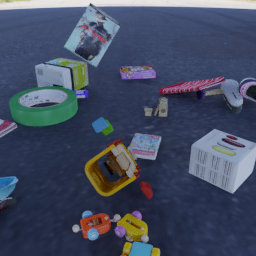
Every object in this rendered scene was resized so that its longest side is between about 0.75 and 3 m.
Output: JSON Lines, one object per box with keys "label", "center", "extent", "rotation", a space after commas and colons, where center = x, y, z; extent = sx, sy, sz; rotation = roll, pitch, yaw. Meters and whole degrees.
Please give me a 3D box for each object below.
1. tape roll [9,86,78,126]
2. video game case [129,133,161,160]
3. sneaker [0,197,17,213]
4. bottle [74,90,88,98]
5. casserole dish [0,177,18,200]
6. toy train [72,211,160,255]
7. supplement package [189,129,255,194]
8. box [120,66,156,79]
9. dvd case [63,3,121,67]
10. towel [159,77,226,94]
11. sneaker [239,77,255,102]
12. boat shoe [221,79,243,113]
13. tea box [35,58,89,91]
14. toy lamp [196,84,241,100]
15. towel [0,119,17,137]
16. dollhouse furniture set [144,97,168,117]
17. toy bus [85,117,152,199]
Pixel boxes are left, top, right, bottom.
{"label": "tape roll", "center": [-3.196, -0.899, 10.751], "extent": [2.469, 0.593, 2.469], "rotation": [1, 29, 0]}
{"label": "video game case", "center": [0.510, 0.548, 8.669], "extent": [0.867, 0.106, 1.213], "rotation": [7, 30, 12]}
{"label": "sneaker", "center": [-2.828, 1.866, 6.201], "extent": [0.764, 0.289, 0.441], "rotation": [-21, 40, -16]}
{"label": "bottle", "center": [-2.186, -1.447, 12.020], "extent": [0.924, 0.302, 0.386], "rotation": [-3, 31, -5]}
{"label": "casserole dish", "center": [-3.377, 1.477, 6.513], "extent": [1.624, 0.315, 0.984], "rotation": [-8, 9, -4]}
{"label": "toy train", "center": [-0.206, 2.244, 5.295], "extent": [1.386, 0.513, 1.845], "rotation": [-13, 29, -19]}
{"label": "supplement package", "center": [2.489, 0.811, 7.349], "extent": [1.261, 0.927, 1.206], "rotation": [23, 37, 38]}
{"label": "box", "center": [0.487, -2.907, 14.571], "extent": [1.738, 0.340, 1.189], "rotation": [-3, 29, -6]}
{"label": "dvd case", "center": [-1.134, -3.005, 9.094], "extent": [1.227, 1.680, 0.185], "rotation": [31, -7, -14]}
{"label": "towel", "center": [2.652, -1.788, 11.876], "extent": [1.710, 0.266, 2.364], "rotation": [-21, 14, -32]}
{"label": "sneaker", "center": [5.493, -1.078, 10.476], "extent": [2.689, 0.943, 1.103], "rotation": [19, 28, 16]}
{"label": "boat shoe", "center": [4.154, -1.296, 11.331], "extent": [0.715, 0.704, 1.984], "rotation": [-2, 36, 12]}
{"label": "tea box", "center": [-2.991, -2.408, 12.869], "extent": [1.694, 1.132, 1.667], "rotation": [16, 32, 26]}
{"label": "toy lamp", "center": [3.990, -1.562, 11.973], "extent": [2.080, 0.606, 0.606], "rotation": [-7, 30, -9]}
{"label": "towel", "center": [-4.832, -0.018, 9.603], "extent": [1.657, 0.188, 1.193], "rotation": [13, 33, 22]}
{"label": "dollhouse furniture set", "center": [1.083, -0.912, 10.817], "extent": [0.867, 0.545, 0.981], "rotation": [3, 29, 5]}
{"label": "toy bus", "center": [-0.386, 0.955, 6.905], "extent": [1.051, 2.034, 1.919], "rotation": [-34, 42, 4]}
